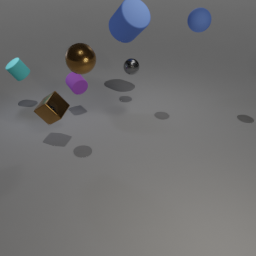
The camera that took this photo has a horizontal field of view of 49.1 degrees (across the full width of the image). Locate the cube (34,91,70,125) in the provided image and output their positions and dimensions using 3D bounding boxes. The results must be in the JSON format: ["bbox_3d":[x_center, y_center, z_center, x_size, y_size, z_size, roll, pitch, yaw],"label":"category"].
[{"bbox_3d":[-2.479,-0.644,9.149,0.700,0.700,0.700,-21,33,38],"label":"cube"}]

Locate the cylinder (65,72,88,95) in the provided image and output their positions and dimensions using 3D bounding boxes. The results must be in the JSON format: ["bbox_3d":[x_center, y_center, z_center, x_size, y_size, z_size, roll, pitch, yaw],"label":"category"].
[{"bbox_3d":[-2.101,-1.834,11.458,0.700,0.700,0.700,-18,48,-29],"label":"cylinder"}]

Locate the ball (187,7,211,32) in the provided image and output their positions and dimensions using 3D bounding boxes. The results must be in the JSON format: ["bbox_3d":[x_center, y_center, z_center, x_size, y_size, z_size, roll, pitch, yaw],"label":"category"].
[{"bbox_3d":[2.138,-3.235,8.399,0.700,0.700,0.700,0,30,0],"label":"ball"}]

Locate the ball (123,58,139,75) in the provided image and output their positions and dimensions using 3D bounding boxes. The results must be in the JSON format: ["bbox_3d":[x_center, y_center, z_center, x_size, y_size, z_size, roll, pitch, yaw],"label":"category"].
[{"bbox_3d":[0.150,-2.675,12.210,0.700,0.700,0.700,0,30,0],"label":"ball"}]

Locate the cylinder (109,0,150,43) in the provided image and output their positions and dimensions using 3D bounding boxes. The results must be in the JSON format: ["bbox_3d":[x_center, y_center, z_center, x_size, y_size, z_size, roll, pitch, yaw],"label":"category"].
[{"bbox_3d":[0.046,-4.673,12.260,1.400,1.400,1.400,-19,-1,-29],"label":"cylinder"}]

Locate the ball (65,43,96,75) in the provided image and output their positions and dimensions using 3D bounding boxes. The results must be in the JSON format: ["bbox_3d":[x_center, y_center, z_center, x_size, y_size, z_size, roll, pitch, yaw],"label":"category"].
[{"bbox_3d":[-1.074,-1.574,6.378,0.700,0.700,0.700,0,30,0],"label":"ball"}]

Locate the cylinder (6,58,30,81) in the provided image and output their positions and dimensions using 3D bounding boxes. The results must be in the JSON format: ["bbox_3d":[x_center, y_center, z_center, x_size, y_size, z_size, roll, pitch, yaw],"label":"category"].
[{"bbox_3d":[-4.611,-2.452,11.745,0.700,0.700,0.700,-20,43,20],"label":"cylinder"}]
